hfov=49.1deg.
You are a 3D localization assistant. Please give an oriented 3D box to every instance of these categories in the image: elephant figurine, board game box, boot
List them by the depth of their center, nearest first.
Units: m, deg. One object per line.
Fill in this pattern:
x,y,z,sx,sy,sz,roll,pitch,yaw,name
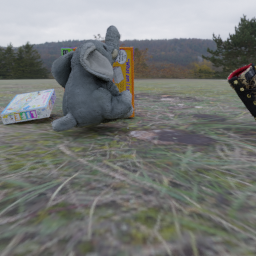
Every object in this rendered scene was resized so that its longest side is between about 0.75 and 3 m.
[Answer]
2.920,-0.635,6.081,0.722,1.486,1.974,-36,6,14,boot
-0.929,-1.345,6.797,1.803,2.548,1.977,-14,-1,6,elephant figurine
-2.923,-0.696,8.467,1.259,0.320,1.872,-10,24,-3,board game box
-0.960,-1.495,9.174,2.093,2.095,2.094,-2,12,-6,board game box
